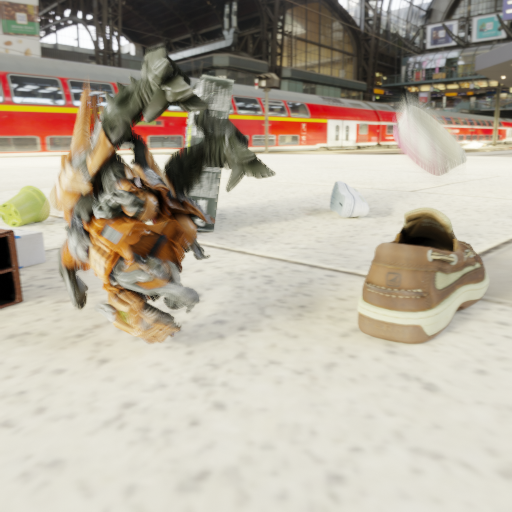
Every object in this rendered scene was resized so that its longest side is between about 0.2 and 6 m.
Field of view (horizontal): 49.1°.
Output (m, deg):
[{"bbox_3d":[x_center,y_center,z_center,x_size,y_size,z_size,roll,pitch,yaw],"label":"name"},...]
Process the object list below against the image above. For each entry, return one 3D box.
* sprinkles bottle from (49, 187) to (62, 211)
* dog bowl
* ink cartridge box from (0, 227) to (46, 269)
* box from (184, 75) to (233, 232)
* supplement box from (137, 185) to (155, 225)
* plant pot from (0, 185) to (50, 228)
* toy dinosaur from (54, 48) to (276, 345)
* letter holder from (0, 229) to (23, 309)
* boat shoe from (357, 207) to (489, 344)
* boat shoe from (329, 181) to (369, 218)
[{"bbox_3d":[-2.665,-0.857,8.813,1.400,0.478,0.478,11,17,36],"label":"sprinkles bottle"},{"bbox_3d":[3.242,-2.138,10.618,1.498,0.552,1.498,28,35,-22],"label":"dog bowl"},{"bbox_3d":[-4.310,-0.125,9.219,1.323,0.558,0.966,7,15,29],"label":"ink cartridge box"},{"bbox_3d":[-1.283,-2.407,13.159,0.774,3.258,3.147,7,12,-10],"label":"box"},{"bbox_3d":[-2.123,-1.071,11.450,0.557,1.023,0.311,-40,34,-3],"label":"supplement box"},{"bbox_3d":[-5.423,-1.075,12.972,0.918,0.918,0.844,5,25,19],"label":"plant pot"},{"bbox_3d":[-1.487,-0.897,6.385,2.616,3.854,1.969,-41,-18,11],"label":"toy dinosaur"},{"bbox_3d":[-4.167,0.186,7.009,1.921,0.966,1.365,7,16,28],"label":"letter holder"},{"bbox_3d":[2.256,0.011,7.060,1.242,1.244,3.363,6,14,26],"label":"boat shoe"},{"bbox_3d":[2.430,-1.384,14.677,0.727,0.801,2.178,12,22,-5],"label":"boat shoe"}]
